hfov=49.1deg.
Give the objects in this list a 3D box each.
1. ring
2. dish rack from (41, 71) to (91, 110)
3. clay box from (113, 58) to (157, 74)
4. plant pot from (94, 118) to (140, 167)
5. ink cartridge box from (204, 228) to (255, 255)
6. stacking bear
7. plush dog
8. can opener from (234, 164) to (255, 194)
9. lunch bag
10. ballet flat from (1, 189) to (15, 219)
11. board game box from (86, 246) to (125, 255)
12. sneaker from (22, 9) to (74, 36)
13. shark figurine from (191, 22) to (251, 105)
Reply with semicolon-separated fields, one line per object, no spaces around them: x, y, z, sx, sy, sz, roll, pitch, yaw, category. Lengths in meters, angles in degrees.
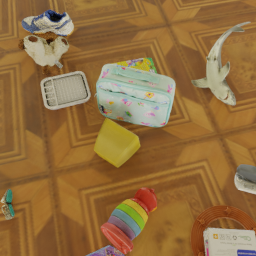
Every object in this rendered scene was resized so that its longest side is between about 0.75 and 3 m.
2.926;3.337;8.135;2.203;0.211;2.203;0;61;1;ring
-2.356;-1.385;10.657;1.719;0.374;1.475;-15;61;-8;dish rack
0.150;-2.141;11.031;1.856;0.442;1.066;-10;62;-6;clay box
-0.417;0.582;9.171;1.218;1.218;1.074;30;77;16;plant pot
2.824;4.142;7.278;1.362;0.533;2.876;5;56;-4;ink cartridge box
0.177;2.519;8.149;1.042;1.113;1.833;40;59;10;stacking bear
-3.500;-3.136;11.307;1.811;1.453;1.555;-11;42;-39;plush dog
4.567;1.840;8.640;2.544;0.846;0.670;16;55;4;can opener
0.189;-1.063;9.463;2.660;2.133;1.025;12;61;5;lunch bag
-3.742;2.360;8.641;0.349;0.315;0.928;-22;65;5;ballet flat
-0.910;4.344;7.427;2.385;0.464;1.884;-20;63;-10;board game box
-3.536;-4.693;12.105;2.351;1.036;0.885;5;64;6;sneaker
3.573;-2.489;10.702;1.798;3.009;1.256;15;16;40;shark figurine
